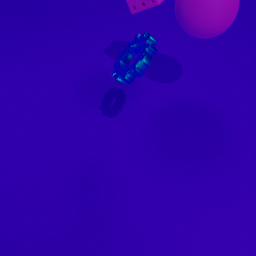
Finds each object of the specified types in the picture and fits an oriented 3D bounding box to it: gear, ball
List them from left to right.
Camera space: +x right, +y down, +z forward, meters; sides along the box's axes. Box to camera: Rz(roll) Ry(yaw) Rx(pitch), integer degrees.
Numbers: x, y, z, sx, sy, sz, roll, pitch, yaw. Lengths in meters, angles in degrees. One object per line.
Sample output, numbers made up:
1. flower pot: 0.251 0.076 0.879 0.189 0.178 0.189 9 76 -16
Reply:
1. gear: 0.117 -1.326 5.351 0.196 1.060 1.060 31 45 -32
2. ball: 1.644 -2.559 5.888 1.298 1.298 1.298 0 53 0

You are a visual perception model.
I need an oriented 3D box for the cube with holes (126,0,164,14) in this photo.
1. cube with holes: 0.395 -3.202 6.473 0.729 0.729 0.729 -5 34 34
